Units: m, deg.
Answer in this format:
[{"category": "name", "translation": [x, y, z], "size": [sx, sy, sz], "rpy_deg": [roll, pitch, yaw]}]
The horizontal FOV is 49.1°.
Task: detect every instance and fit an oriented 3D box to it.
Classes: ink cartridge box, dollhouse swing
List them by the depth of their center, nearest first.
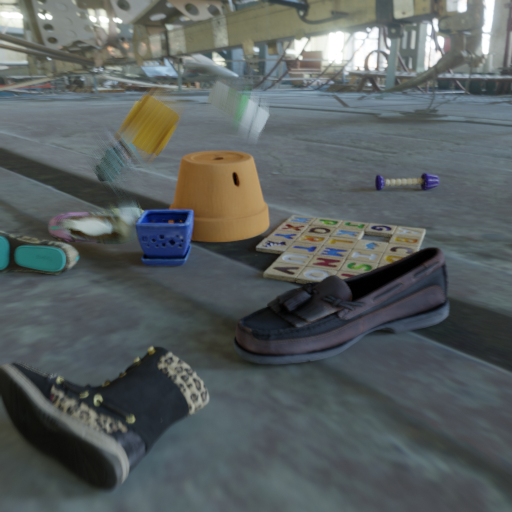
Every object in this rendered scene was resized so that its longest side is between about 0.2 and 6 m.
[{"category": "dollhouse swing", "translation": [-2.022, -2.467, 10.652], "size": [0.883, 0.803, 0.777], "rpy_deg": [32, -7, -19]}, {"category": "ink cartridge box", "translation": [-0.333, -2.824, 10.701], "size": [0.745, 0.422, 1.017], "rpy_deg": [35, 10, 30]}]

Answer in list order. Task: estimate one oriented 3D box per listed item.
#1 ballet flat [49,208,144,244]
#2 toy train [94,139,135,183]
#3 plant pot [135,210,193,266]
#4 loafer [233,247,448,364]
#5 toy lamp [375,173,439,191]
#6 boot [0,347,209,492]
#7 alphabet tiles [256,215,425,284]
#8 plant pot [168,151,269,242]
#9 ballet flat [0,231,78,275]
[{"category": "ballet flat", "translation": [-2.805, -0.543, 10.530], "size": [2.023, 0.699, 0.720], "rpy_deg": [-5, 9, -38]}, {"category": "toy train", "translation": [-2.100, -1.401, 8.316], "size": [0.786, 0.335, 0.448], "rpy_deg": [-38, 15, 45]}, {"category": "plant pot", "translation": [-1.687, -0.329, 10.517], "size": [0.977, 0.878, 0.977], "rpy_deg": [1, 21, 0]}, {"category": "loafer", "translation": [1.250, 0.579, 7.838], "size": [3.409, 1.074, 1.225], "rpy_deg": [-10, 23, -24]}, {"category": "toy lamp", "translation": [4.222, -2.049, 15.645], "size": [1.712, 0.498, 0.498], "rpy_deg": [-3, 21, 0]}, {"category": "boot", "translation": [-1.635, 1.476, 5.969], "size": [1.988, 0.727, 1.497], "rpy_deg": [19, 29, 32]}, {"category": "alphabet tiles", "translation": [1.606, -0.143, 11.081], "size": [3.034, 0.137, 3.629], "rpy_deg": [8, 22, 20]}, {"category": "plant pot", "translation": [-0.848, -1.401, 12.357], "size": [2.262, 1.583, 2.262], "rpy_deg": [-1, 22, 0]}, {"category": "ballet flat", "translation": [-4.334, -0.068, 10.191], "size": [2.243, 0.761, 0.844], "rpy_deg": [8, 7, 1]}]
